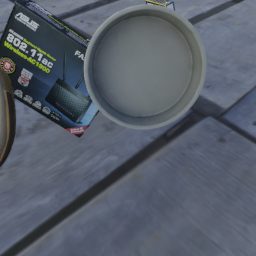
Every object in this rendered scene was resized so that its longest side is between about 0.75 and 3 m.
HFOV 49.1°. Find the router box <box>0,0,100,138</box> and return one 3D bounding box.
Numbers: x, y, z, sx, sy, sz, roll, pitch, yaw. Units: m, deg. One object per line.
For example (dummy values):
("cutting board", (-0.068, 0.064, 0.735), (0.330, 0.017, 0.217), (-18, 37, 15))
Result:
("router box", (-1.463, -1.151, 5.767), (2.366, 1.773, 0.735), (32, 26, -10))

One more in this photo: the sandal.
("sandal", (-2.678, 0.344, 4.500), (0.794, 2.908, 1.188), (10, 37, -55))

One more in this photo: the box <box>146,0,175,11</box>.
("box", (1.115, -3.548, 8.992), (0.335, 1.085, 1.358), (-30, 38, -7))

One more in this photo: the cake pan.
("cake pan", (0.294, -1.000, 4.840), (2.073, 2.073, 0.380), (-4, 21, -4))
